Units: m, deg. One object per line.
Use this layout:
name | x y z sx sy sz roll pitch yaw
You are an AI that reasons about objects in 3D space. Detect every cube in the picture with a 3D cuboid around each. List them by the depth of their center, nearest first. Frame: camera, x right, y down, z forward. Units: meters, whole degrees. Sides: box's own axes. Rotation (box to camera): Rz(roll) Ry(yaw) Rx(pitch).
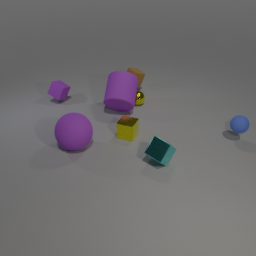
cube | 1.115 0.787 9.581 0.700 0.700 0.700 31 -1 30
cube | -0.011 0.007 11.202 0.700 0.700 0.700 12 34 18
cube | -3.377 -1.861 13.743 0.700 0.700 0.700 32 21 10
cube | 0.350 -2.727 14.821 0.700 0.700 0.700 0 34 -39

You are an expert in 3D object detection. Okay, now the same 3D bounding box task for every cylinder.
cylinder | -0.320 -1.661 12.781 1.400 1.400 1.400 6 72 10

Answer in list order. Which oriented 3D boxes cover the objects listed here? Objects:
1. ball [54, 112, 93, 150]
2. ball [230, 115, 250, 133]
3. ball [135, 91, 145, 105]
ball | -2.000 0.127 10.345 1.400 1.400 1.400 0 31 0
ball | 4.265 -0.140 10.692 0.700 0.700 0.700 0 31 0
ball | 0.485 -1.466 13.656 0.700 0.700 0.700 0 31 0
